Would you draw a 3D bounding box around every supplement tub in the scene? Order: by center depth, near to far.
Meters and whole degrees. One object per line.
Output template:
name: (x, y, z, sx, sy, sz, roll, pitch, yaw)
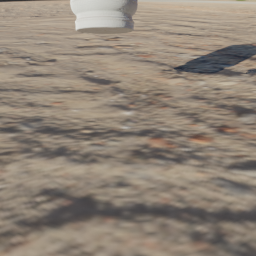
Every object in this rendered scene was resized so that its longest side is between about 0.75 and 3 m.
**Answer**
supplement tub: (-0.630, -3.872, 7.324, 1.790, 2.550, 1.790, 0, 12, 0)
